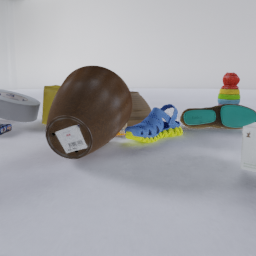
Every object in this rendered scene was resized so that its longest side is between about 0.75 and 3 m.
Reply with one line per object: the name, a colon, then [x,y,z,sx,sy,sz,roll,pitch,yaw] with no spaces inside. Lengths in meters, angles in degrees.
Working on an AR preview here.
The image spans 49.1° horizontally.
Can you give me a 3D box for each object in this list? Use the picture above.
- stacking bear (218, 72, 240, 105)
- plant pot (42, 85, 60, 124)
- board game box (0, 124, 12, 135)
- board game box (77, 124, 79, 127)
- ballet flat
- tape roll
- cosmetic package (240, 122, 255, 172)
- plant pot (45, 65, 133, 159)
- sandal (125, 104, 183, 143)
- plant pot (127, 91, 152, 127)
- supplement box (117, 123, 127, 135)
stacking bear: [5.561,-1.907,15.253,1.260,2.216,1.346,-1,10,-5]
plant pot: [-2.666,-0.986,12.334,1.649,1.602,1.612,7,11,3]
board game box: [-5.083,0.048,9.999,1.471,0.254,0.996,0,10,-1]
board game box: [-2.156,-0.080,11.227,0.800,0.078,0.412,0,9,-1]
ballet flat: [3.486,-0.391,11.020,2.905,0.985,1.051,-4,-3,3]
tape roll: [-5.262,-1.045,12.595,2.455,0.811,2.455,16,11,-3]
cosmetic package: [3.586,0.325,6.369,1.276,1.006,2.371,11,15,40]
plant pot: [-1.142,-0.260,7.374,2.245,2.245,2.402,2,26,8]
sandal: [0.844,-0.167,8.991,0.987,1.081,2.483,12,17,41]
plant pot: [-0.295,-0.829,11.759,2.985,1.378,2.985,-1,9,0]
supplement box: [-0.428,-0.382,9.706,0.754,1.196,0.440,-2,8,-9]
